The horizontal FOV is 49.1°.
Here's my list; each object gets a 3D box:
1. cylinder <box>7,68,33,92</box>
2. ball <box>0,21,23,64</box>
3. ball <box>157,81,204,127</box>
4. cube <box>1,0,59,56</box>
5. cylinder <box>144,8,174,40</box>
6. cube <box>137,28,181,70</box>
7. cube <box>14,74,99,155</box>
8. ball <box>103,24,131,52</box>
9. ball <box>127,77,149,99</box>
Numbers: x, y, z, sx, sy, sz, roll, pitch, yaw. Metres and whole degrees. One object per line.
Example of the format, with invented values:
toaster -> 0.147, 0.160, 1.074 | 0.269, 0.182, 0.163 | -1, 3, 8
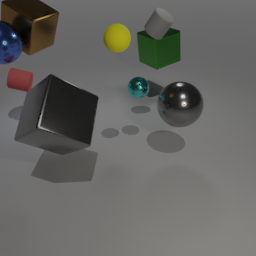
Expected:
cylinder -> -3.715, -1.652, 9.669 | 0.700, 0.700, 0.700 | 11, 28, -10
ball -> -4.227, -2.826, 9.294 | 1.400, 1.400, 1.400 | 0, 29, 0
ball -> 1.586, -0.716, 8.555 | 1.400, 1.400, 1.400 | 0, 29, 0
cube -> -3.577, -3.757, 10.184 | 1.400, 1.400, 1.400 | 33, 42, 7
cylinder -> 0.988, -3.327, 8.961 | 0.700, 0.700, 0.700 | 20, 46, -22
cube -> 1.396, -3.667, 12.653 | 1.400, 1.400, 1.400 | -25, 38, -22
cube -> -1.774, -0.252, 7.037 | 1.400, 1.400, 1.400 | 23, -27, -36
ball -> -0.279, -2.292, 7.155 | 0.700, 0.700, 0.700 | 0, 29, 0
ball -> 0.330, -1.295, 9.007 | 0.700, 0.700, 0.700 | 0, 29, 0
